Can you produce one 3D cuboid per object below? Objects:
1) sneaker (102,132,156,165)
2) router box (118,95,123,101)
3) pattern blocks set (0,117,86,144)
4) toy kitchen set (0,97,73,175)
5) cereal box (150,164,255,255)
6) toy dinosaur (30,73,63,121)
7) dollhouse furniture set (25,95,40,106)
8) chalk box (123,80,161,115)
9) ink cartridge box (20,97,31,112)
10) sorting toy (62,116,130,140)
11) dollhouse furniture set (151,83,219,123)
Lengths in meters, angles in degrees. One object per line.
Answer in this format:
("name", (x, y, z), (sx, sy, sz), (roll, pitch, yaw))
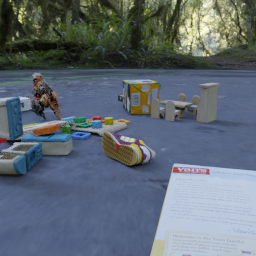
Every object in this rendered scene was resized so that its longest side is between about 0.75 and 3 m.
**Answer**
("sneaker", (-0.033, 0.486, 6.764), (0.706, 0.588, 1.568), (0, 18, -37))
("router box", (0.159, -1.617, 15.104), (1.125, 0.294, 0.885), (-10, 18, -34))
("pattern blocks set", (-2.707, 0.071, 8.078), (2.960, 0.240, 2.602), (-14, 9, -22))
("toy kitchen set", (-2.109, 0.021, 6.270), (1.184, 1.611, 2.010), (1, 14, 4))
("cereal box", (1.435, 1.274, 3.587), (2.009, 0.552, 2.792), (4, 15, 15))
("toy dinosaur", (-3.023, -1.027, 10.327), (1.032, 2.020, 1.371), (-4, -26, -27))
("dollhouse furniture set", (-4.241, -1.539, 13.923), (1.452, 0.748, 1.437), (-1, 15, -5))
("chalk box", (0.499, -1.454, 12.468), (1.321, 1.330, 2.131), (-3, 16, -10))
("ink cartridge box", (-5.081, -1.002, 12.251), (0.977, 0.552, 1.331), (11, 19, 39))
("sorting toy", (-1.016, -0.152, 9.395), (1.516, 0.367, 2.692), (11, 18, 35))
("dollhouse furniture set", (2.294, -1.080, 10.919), (2.139, 1.392, 1.965), (14, 20, 41))
